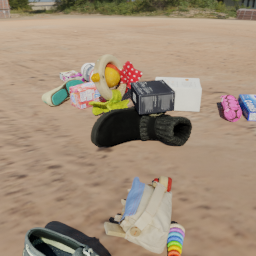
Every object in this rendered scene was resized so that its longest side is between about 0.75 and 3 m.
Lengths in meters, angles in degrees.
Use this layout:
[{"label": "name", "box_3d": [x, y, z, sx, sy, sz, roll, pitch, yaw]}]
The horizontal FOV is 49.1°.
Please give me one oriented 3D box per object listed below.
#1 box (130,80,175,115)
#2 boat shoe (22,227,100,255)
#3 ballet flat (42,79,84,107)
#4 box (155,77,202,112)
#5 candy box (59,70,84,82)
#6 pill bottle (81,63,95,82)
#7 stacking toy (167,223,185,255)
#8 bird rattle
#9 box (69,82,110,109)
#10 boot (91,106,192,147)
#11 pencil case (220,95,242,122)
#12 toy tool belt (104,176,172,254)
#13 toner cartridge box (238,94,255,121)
[{"label": "box", "box_3d": [0.723, -0.963, 8.504, 1.081, 0.618, 1.187, -7, 29, -9]}, {"label": "boat shoe", "box_3d": [-0.798, 2.195, 4.336, 2.185, 0.675, 0.796, 15, 30, 27]}, {"label": "ballet flat", "box_3d": [-2.735, -1.521, 11.816, 0.781, 0.781, 2.248, 14, 30, 25]}, {"label": "box", "box_3d": [1.940, -1.367, 11.151, 1.794, 0.954, 1.366, 4, 27, 8]}, {"label": "candy box", "box_3d": [-2.868, -2.592, 14.268, 0.825, 0.369, 1.209, -19, 32, -32]}, {"label": "pill bottle", "box_3d": [-1.658, -2.640, 13.685, 0.986, 0.986, 1.648, -13, 30, -25]}, {"label": "stacking toy", "box_3d": [0.831, 2.103, 4.950, 0.343, 0.343, 0.804, 5, 30, 9]}, {"label": "bird rattle", "box_3d": [-0.423, -1.694, 10.084, 1.438, 2.081, 2.552, 5, 55, 36]}, {"label": "box", "box_3d": [-1.524, -1.395, 11.402, 1.553, 0.797, 0.735, -24, 35, -37]}, {"label": "boot", "box_3d": [0.454, 0.065, 8.224, 1.997, 1.005, 2.672, 23, 34, 38]}, {"label": "pencil case", "box_3d": [3.761, -0.764, 10.328, 0.664, 0.643, 1.417, 42, 24, -9]}, {"label": "toy tool belt", "box_3d": [0.252, 1.444, 5.389, 1.111, 1.129, 1.808, 12, 28, 5]}, {"label": "toner cartridge box", "box_3d": [4.753, -0.791, 10.594, 0.805, 0.366, 1.695, 3, 29, 6]}]
